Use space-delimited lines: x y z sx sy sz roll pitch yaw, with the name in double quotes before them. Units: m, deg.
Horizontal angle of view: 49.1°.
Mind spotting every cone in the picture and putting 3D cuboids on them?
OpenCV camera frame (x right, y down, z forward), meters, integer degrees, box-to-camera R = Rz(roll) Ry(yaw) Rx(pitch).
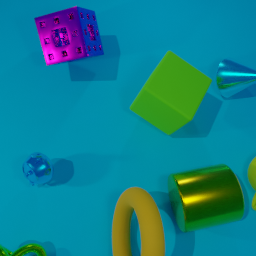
"cone" 3.100 -1.336 7.301 1.099 1.103 1.099 -5 99 -36

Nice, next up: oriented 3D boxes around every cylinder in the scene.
"cylinder" 1.677 1.541 6.249 1.288 1.288 1.288 -10 68 -5

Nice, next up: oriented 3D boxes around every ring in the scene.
"ring" 0.139 2.223 5.576 0.412 2.060 2.060 5 66 -20

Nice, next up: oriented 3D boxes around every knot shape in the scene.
"knot shape" -2.223 2.848 5.644 1.227 1.148 0.567 26 103 -18

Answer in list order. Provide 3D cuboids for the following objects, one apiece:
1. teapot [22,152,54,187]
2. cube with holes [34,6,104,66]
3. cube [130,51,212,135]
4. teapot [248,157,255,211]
"teapot" -2.129 0.942 6.496 0.765 1.231 0.603 37 40 20
"cube with holes" -1.517 -2.426 7.511 1.199 1.199 1.199 -7 105 18
"cube" 1.013 -0.811 6.878 1.273 1.273 1.273 34 67 -3
"teapot" 3.464 1.097 6.324 1.276 2.052 1.005 29 26 1
